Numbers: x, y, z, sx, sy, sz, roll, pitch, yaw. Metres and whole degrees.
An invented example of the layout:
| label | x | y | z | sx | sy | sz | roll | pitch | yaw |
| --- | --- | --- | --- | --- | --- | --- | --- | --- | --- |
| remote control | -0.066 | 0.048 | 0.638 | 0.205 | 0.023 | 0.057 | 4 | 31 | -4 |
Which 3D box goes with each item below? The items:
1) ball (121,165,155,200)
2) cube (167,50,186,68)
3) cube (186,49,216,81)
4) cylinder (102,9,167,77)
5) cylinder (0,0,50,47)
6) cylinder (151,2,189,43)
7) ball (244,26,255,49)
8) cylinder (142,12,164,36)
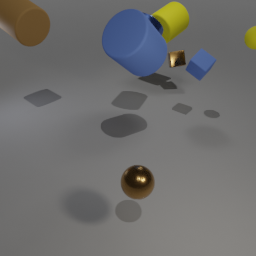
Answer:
| label | x | y | z | sx | sy | sz | roll | pitch | yaw |
| --- | --- | --- | --- | --- | --- | --- | --- | --- | --- |
| ball | 0.197 | 1.105 | 5.723 | 0.700 | 0.700 | 0.700 | 0 | 31 | 0 |
| cube | 2.304 | -3.277 | 13.302 | 0.700 | 0.700 | 0.700 | -9 | 12 | 2 |
| cube | 2.670 | -2.319 | 10.293 | 0.700 | 0.700 | 0.700 | 41 | 73 | 10 |
| cylinder | 0.213 | -2.334 | 7.863 | 1.400 | 1.400 | 1.400 | 21 | 0 | 31 |
| cylinder | -3.738 | -3.830 | 9.913 | 1.400 | 1.400 | 1.400 | 38 | 45 | 23 |
| cylinder | 1.816 | -4.762 | 12.715 | 1.400 | 1.400 | 1.400 | 27 | 57 | 38 |
| ball | 3.988 | -2.802 | 8.691 | 0.700 | 0.700 | 0.700 | 0 | 31 | 0 |
| cylinder | 0.410 | -3.256 | 10.336 | 1.400 | 1.400 | 1.400 | 24 | -8 | 4 |
